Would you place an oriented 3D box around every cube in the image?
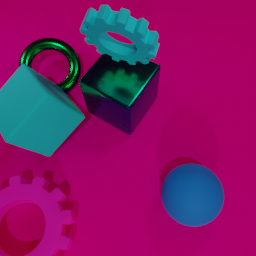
[{"bbox_3d":[-0.155,-0.892,6.623,1.323,1.323,1.323,29,68,15],"label":"cube"},{"bbox_3d":[-2.007,-0.356,6.152,1.263,1.263,1.263,-47,56,5],"label":"cube"}]

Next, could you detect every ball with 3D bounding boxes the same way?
[{"bbox_3d":[1.310,1.359,5.738,1.250,1.250,1.250,0,66,0],"label":"ball"}]

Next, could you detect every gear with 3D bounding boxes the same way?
[{"bbox_3d":[-0.148,-1.653,5.157,1.433,1.433,0.265,17,78,8],"label":"gear"},{"bbox_3d":[-2.164,2.030,5.663,2.090,0.387,2.090,0,65,0],"label":"gear"}]

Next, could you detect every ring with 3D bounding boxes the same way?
[{"bbox_3d":[-2.031,-1.603,7.356,1.594,0.319,1.594,1,82,-11],"label":"ring"}]
